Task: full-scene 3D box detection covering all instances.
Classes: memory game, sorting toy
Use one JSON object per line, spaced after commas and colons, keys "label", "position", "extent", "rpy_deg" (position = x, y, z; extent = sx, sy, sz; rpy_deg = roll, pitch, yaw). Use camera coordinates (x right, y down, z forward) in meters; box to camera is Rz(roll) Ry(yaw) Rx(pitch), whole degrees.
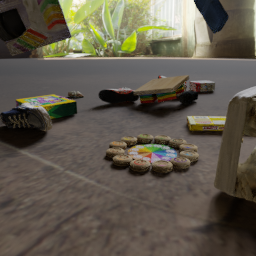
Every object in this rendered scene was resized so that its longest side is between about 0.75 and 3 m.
{"label": "memory game", "position": [0.592, 0.551, 6.970], "extent": [2.317, 0.148, 2.317], "rpy_deg": [0, 18, 0]}
{"label": "sorting toy", "position": [1.554, -1.681, 12.456], "extent": [1.897, 0.664, 1.909], "rpy_deg": [0, 24, 35]}

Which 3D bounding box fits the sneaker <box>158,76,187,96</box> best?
{"label": "sneaker", "position": [2.301, -2.196, 14.683], "extent": [1.298, 0.809, 2.422], "rpy_deg": [0, 21, -3]}

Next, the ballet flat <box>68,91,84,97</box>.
{"label": "ballet flat", "position": [-2.575, -1.675, 13.833], "extent": [0.873, 0.293, 0.297], "rpy_deg": [4, 18, 11]}

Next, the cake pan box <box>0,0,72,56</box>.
{"label": "cake pan box", "position": [-2.340, -2.613, 6.548], "extent": [1.647, 1.517, 0.431], "rpy_deg": [-17, 47, -5]}

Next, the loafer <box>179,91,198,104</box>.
{"label": "loafer", "position": [2.600, -1.356, 12.473], "extent": [0.578, 0.559, 1.646], "rpy_deg": [3, 13, 34]}

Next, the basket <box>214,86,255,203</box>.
{"label": "basket", "position": [3.130, 0.246, 5.197], "extent": [2.767, 1.876, 1.707], "rpy_deg": [-16, 28, -41]}

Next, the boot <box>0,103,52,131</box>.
{"label": "boot", "position": [-3.204, -0.225, 8.719], "extent": [0.978, 0.788, 2.166], "rpy_deg": [-27, 26, -32]}

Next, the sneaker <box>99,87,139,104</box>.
{"label": "sneaker", "position": [-0.503, -1.507, 12.787], "extent": [1.858, 0.620, 0.996], "rpy_deg": [-2, 16, -17]}

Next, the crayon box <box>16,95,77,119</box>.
{"label": "crayon box", "position": [-3.103, -0.797, 10.607], "extent": [1.607, 0.543, 1.862], "rpy_deg": [-16, 23, -38]}

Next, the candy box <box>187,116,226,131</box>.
{"label": "candy box", "position": [2.915, -0.148, 9.015], "extent": [1.931, 0.255, 0.987], "rpy_deg": [1, 20, 5]}

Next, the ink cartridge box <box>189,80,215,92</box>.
{"label": "ink cartridge box", "position": [4.138, -2.347, 15.643], "extent": [1.172, 0.485, 0.854], "rpy_deg": [-4, 18, -13]}

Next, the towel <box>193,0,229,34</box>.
{"label": "towel", "position": [2.844, -4.117, 9.597], "extent": [0.388, 1.600, 0.893], "rpy_deg": [-21, -16, -14]}
